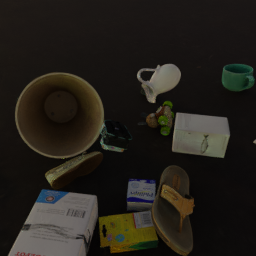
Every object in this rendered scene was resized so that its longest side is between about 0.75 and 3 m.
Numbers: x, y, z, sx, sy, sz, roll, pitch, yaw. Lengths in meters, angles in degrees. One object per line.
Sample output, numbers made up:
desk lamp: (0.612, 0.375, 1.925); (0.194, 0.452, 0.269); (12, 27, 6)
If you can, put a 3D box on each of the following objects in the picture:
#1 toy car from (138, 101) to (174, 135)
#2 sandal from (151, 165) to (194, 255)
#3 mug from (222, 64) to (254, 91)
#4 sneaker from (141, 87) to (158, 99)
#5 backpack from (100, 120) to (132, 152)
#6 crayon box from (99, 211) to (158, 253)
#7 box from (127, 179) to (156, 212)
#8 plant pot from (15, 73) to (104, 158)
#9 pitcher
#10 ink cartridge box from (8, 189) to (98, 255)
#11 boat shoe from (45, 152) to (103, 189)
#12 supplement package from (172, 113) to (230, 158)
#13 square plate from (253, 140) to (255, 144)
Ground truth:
toy car: (1.031, -0.388, 10.815); (1.278, 1.008, 1.050); (2, 45, 22)
sandal: (1.326, 1.891, 7.421); (1.158, 0.779, 2.884); (29, 34, -6)
mug: (5.139, -2.279, 13.210); (1.332, 1.002, 1.621); (5, 33, 15)
sneaker: (0.971, -1.667, 12.848); (0.446, 0.534, 1.176); (-20, 42, -29)
backpack: (-0.404, 0.211, 8.166); (0.839, 0.732, 0.954); (10, 35, -23)
crayon box: (-0.018, 2.613, 7.073); (1.391, 0.353, 0.883); (-4, 36, -6)
box: (0.390, 1.912, 7.961); (0.792, 0.452, 0.861); (2, 37, 4)
plant pot: (-2.323, -0.599, 9.813); (2.625, 2.625, 2.802); (-8, 12, -11)
pitcher: (1.274, -2.079, 11.580); (1.682, 1.443, 1.020); (-40, 21, -18)
ink cartridge box: (-1.681, 2.580, 6.674); (1.489, 0.867, 2.059); (5, 36, 7)
boat shoe: (-1.652, 1.180, 8.775); (1.875, 0.687, 0.588); (-26, 46, -30)
supplement package: (2.501, 0.236, 9.776); (1.780, 1.041, 1.044); (6, 37, 9)
square plate: (5.151, 0.490, 10.217); (0.828, 0.119, 0.836); (29, 45, 35)
